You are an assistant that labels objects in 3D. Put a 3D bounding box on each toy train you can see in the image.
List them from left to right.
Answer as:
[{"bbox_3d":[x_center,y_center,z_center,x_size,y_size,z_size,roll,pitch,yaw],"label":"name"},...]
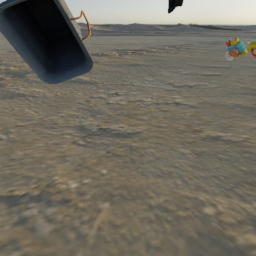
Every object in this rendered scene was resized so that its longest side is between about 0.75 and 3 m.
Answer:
[{"bbox_3d":[3.538,-2.010,8.221,1.602,1.203,0.445,26,69,28],"label":"toy train"}]

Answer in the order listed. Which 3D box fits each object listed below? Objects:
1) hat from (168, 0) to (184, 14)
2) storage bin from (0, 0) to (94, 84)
[{"bbox_3d":[1.804,-4.633,10.176,0.415,1.028,1.028,6,20,-15],"label":"hat"},{"bbox_3d":[-1.675,-2.337,6.223,1.568,2.155,1.447,-18,56,9],"label":"storage bin"}]
